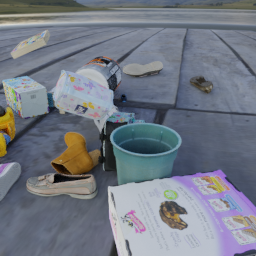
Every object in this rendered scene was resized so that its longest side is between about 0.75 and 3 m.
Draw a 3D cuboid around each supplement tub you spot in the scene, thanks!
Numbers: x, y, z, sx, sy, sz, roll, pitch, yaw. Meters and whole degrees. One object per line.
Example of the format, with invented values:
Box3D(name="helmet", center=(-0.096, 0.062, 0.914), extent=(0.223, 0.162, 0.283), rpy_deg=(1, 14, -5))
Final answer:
Box3D(name="supplement tub", center=(-1.335, -2.253, 13.007), extent=(1.837, 1.837, 2.998), rpy_deg=(5, 26, 9))

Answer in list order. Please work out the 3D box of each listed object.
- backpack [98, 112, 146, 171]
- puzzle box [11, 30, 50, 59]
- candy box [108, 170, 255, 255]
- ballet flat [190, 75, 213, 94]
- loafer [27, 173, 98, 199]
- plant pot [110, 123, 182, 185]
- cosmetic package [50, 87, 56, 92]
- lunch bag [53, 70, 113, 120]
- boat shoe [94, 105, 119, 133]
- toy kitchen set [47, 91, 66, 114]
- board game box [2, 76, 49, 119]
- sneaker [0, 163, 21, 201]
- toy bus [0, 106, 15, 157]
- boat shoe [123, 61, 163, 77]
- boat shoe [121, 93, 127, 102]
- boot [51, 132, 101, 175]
Box3D(name="backpack", center=(-0.122, 0.323, 8.108), extent=(1.336, 1.575, 1.774), rpy_deg=(2, 15, -1))
Box3D(name="puzzle box", center=(-3.289, -2.896, 9.591), extent=(1.166, 0.223, 1.753), rpy_deg=(-24, 29, 2))
Box3D(name="candy box", center=(1.115, 1.968, 5.416), extent=(2.692, 0.963, 2.258), rpy_deg=(-5, 27, -12))
Box3D(name="ballet flat", center=(3.857, -2.286, 14.677), extent=(0.805, 0.554, 2.388), rpy_deg=(-24, 22, 1))
Box3D(name="loafer", center=(-1.683, 1.351, 7.101), extent=(1.859, 0.585, 0.668), rpy_deg=(4, 27, 8))
Box3D(name="plant pot", center=(0.393, 0.923, 6.794), extent=(1.637, 1.603, 1.637), rpy_deg=(1, 26, 0))
Box3D(name="cosmetic package", center=(-3.002, -1.512, 12.919), extent=(0.941, 0.579, 0.938), rpy_deg=(4, 26, 8))
Box3D(name="lunch bag", center=(-1.179, -0.819, 7.171), extent=(1.324, 0.993, 1.561), rpy_deg=(18, 6, -23))
Box3D(name="boat shoe", center=(-0.754, -0.527, 10.550), extent=(0.884, 0.968, 2.691), rpy_deg=(-2, 26, -19))
Box3D(name="toy kitchen set", center=(-3.073, -1.086, 11.978), extent=(1.109, 0.653, 0.888), rpy_deg=(5, 27, 11))
Box3D(name="board game box", center=(-4.394, -1.359, 11.987), extent=(1.143, 1.123, 2.179), rpy_deg=(-19, 32, -33))
Box3D(name="sneaker", center=(-3.537, 1.431, 7.048), extent=(0.964, 0.613, 1.690), rpy_deg=(-1, 18, 10))
Box3D(name="toy bus", center=(-4.308, 0.363, 8.479), extent=(2.006, 1.361, 1.926), rpy_deg=(-14, 42, -32))
Box3D(name="boat shoe", center=(0.889, -3.423, 16.854), extent=(2.529, 0.721, 0.846), rpy_deg=(-11, 66, -14))
Box3D(name="boat shoe", center=(-0.170, -1.469, 13.185), extent=(0.332, 0.271, 0.790), rpy_deg=(-5, 27, -10))
Box3D(name="boot", center=(-1.736, 0.751, 8.251), extent=(1.833, 0.645, 1.312), rpy_deg=(28, 36, 36))
